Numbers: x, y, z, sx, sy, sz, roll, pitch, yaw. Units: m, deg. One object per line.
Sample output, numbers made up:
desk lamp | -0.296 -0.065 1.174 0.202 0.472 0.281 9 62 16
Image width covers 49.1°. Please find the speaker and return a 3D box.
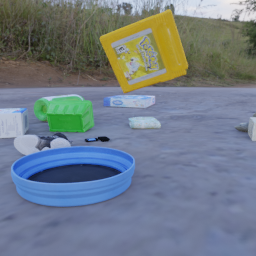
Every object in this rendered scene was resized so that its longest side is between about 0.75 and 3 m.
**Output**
speaker | -3.313 -1.035 13.987 1.194 1.194 2.700 6 13 30

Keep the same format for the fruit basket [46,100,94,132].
fruit basket | -2.254 -0.531 11.419 1.932 1.393 1.932 -2 28 1

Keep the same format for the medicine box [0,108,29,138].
medicine box | -4.680 -0.199 10.351 1.728 0.889 1.574 -2 11 -13

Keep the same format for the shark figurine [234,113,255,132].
shark figurine | 5.141 -0.206 10.383 1.180 1.975 0.824 26 42 -24

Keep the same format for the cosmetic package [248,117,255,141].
cosmetic package | 4.587 0.034 9.805 0.553 0.655 1.268 5 13 16

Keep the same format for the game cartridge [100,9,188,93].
game cartridge | 0.511 -2.153 8.258 2.160 1.904 0.350 -15 29 20

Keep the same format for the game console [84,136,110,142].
game console | -1.043 0.389 9.396 0.808 0.097 0.477 -5 12 -24

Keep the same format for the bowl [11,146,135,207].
bowl | -1.066 0.896 5.725 2.438 0.479 2.438 0 11 0

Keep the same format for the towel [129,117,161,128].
towel | 0.676 -0.239 12.030 1.223 0.344 1.429 -2 11 -4

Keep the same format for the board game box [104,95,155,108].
board game box | 0.185 -1.949 20.120 2.971 0.648 2.985 5 12 17

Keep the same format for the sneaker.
sneaker | -2.342 0.444 7.927 1.542 0.582 0.878 5 10 -2
